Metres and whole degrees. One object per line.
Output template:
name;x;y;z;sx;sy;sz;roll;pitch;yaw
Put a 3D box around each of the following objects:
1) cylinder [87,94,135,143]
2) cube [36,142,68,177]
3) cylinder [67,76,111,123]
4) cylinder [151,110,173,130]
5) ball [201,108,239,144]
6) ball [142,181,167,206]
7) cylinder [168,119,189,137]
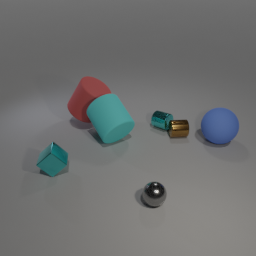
cylinder;-0.674;-0.358;10.816;1.400;1.400;1.400;-19;64;-31
cube;-2.482;1.036;9.265;0.700;0.700;0.700;-39;26;14
cylinder;-1.612;-1.177;11.669;1.400;1.400;1.400;25;34;-19
cylinder;1.460;-0.334;11.928;0.700;0.700;0.700;19;34;36
ball;3.526;-0.086;10.777;1.400;1.400;1.400;0;29;0
ball;0.759;1.883;8.019;0.700;0.700;0.700;0;29;0
cylinder;2.052;0.015;11.359;0.700;0.700;0.700;-2;29;-4
